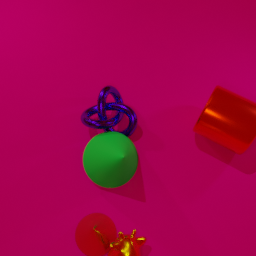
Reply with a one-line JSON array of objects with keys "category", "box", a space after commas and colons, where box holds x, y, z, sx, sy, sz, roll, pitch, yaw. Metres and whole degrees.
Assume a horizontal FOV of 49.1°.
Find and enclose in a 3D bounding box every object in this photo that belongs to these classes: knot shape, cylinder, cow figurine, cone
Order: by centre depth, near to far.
[{"category": "cow figurine", "box": [0.176, 3.132, 5.843, 0.939, 1.711, 1.683, 3, 92, -31]}, {"category": "cone", "box": [-0.751, 2.358, 6.355, 1.009, 1.013, 1.009, 1, 64, -3]}, {"category": "cone", "box": [-0.268, 0.719, 6.634, 1.470, 1.475, 1.470, 2, 82, -14]}, {"category": "cylinder", "box": [2.621, -0.216, 7.325, 1.382, 1.382, 1.382, 28, 69, 12]}, {"category": "knot shape", "box": [-0.405, -0.314, 7.685, 1.428, 0.705, 1.526, 40, 64, 1]}]
